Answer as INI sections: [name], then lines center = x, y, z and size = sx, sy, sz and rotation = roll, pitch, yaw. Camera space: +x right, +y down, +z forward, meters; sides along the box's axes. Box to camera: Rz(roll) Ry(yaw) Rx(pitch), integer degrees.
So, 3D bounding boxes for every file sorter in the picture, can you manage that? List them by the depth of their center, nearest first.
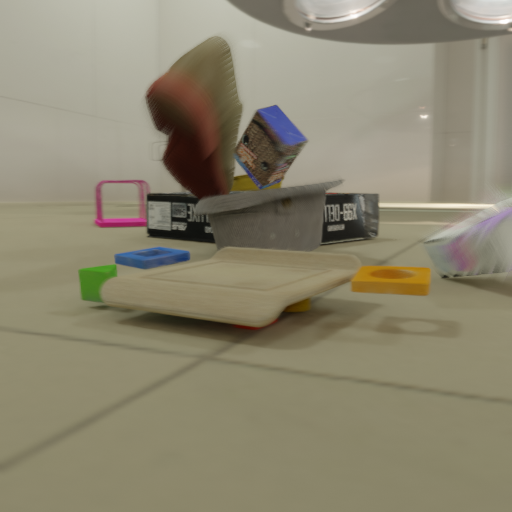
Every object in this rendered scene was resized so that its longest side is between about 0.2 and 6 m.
[file sorter]
center = -3.935, -1.562, 16.413
size = 1.469, 1.326, 2.114
rotation = -3, 7, -20

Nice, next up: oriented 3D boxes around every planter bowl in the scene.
[planter bowl]
center = -0.383, -1.436, 15.479
size = 2.571, 1.071, 2.571
rotation = -11, -4, -1

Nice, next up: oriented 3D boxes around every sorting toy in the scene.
[sorting toy]
center = -0.129, 0.304, 4.846
size = 3.173, 0.432, 1.787
rotation = 4, 12, 30

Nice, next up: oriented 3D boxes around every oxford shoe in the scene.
[oxford shoe]
center = -0.659, -1.826, 8.648
size = 1.246, 1.323, 3.537
rotation = 33, -16, 7

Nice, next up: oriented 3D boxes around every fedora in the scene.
[fedora]
center = 0.240, -0.456, 8.177
size = 2.245, 1.014, 1.985
rotation = -11, 5, -33

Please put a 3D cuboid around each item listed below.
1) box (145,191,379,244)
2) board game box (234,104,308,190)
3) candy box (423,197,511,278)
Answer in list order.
[box]
center = 0.084, -0.884, 12.045
size = 4.034, 1.004, 3.181
rotation = 6, 9, 42
[board game box]
center = 0.204, -1.827, 9.450
size = 0.525, 0.864, 1.084
rotation = -26, -19, -40
[candy box]
center = 2.706, -0.266, 6.116
size = 1.192, 0.508, 1.421
rotation = -28, -1, -10
